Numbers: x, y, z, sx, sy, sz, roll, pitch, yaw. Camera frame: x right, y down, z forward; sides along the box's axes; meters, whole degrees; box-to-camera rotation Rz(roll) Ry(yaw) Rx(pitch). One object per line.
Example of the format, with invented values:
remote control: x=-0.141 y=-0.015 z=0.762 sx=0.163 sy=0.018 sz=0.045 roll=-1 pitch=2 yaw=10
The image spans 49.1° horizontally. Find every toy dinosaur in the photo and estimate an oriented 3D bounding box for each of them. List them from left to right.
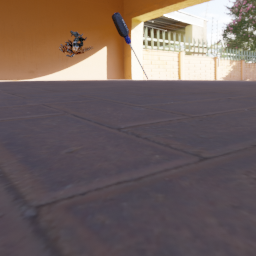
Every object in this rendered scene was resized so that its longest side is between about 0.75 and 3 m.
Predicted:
toy dinosaur: x=-1.615 y=-2.564 z=8.810 sx=1.106 sy=0.751 sz=0.565 roll=12 pitch=-5 yaw=-3

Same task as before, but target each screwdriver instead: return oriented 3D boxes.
screwdriver: x=0.182 y=-3.044 z=10.759 sx=0.402 sy=2.881 sz=0.419 roll=-32 pitch=25 yaw=-1
